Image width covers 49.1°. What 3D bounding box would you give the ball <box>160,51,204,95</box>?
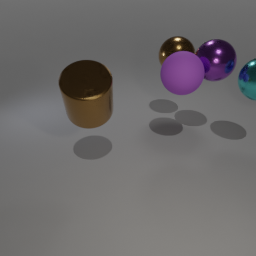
[{"bbox_3d":[1.753,-1.767,9.074,1.400,1.400,1.400,0,29,0],"label":"ball"}]

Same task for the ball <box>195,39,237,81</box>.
[{"bbox_3d":[2.954,-2.291,9.523,1.400,1.400,1.400,0,29,0],"label":"ball"}]

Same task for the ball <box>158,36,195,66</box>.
[{"bbox_3d":[1.873,-2.790,10.745,1.400,1.400,1.400,0,29,0],"label":"ball"}]

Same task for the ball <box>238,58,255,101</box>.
[{"bbox_3d":[4.245,-1.547,8.928,1.400,1.400,1.400,0,29,0],"label":"ball"}]

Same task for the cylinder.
[{"bbox_3d":[-1.118,-0.916,7.821,1.400,1.400,1.400,1,59,-1],"label":"cylinder"}]
